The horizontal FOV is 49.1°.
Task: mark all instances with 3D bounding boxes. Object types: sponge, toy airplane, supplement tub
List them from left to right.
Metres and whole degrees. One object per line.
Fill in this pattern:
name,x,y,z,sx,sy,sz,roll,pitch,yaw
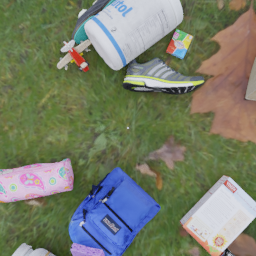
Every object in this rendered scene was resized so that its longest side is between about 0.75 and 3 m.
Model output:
supplement tub,-2.668,5.317,9.041,2.970,2.145,2.145,30,87,1
toy airplane,-1.960,-2.669,10.188,1.176,0.830,1.171,1,112,-22
sponge,-1.012,4.091,8.288,0.962,0.257,1.724,2,125,22
supplement tub,0.176,-3.582,9.701,2.947,1.945,1.945,-38,87,-3

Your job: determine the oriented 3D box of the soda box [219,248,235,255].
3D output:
soda box,3.894,4.963,9.892,1.460,0.462,0.517,43,88,3

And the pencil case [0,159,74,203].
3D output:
pencil case,-3.294,1.810,9.716,2.758,1.206,1.206,-8,86,-1

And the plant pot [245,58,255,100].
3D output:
plant pot,5.951,-2.438,9.324,2.885,2.881,2.554,8,76,1

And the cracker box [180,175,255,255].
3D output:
cracker box,3.250,3.090,9.896,2.391,0.690,1.601,-45,87,-2

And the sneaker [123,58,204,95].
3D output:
sneaker,1.295,-1.912,10.059,2.918,1.078,1.181,4,83,-1

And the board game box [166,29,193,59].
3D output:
board game box,1.937,-3.152,10.541,0.704,0.186,0.920,24,87,1

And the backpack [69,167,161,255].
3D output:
backpack,-0.602,2.848,9.065,2.196,2.268,2.703,43,79,8

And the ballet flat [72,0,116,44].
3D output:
ballet flat,-1.164,-4.203,10.334,2.640,0.964,0.964,-42,87,4
